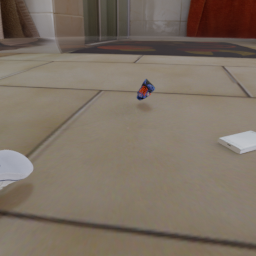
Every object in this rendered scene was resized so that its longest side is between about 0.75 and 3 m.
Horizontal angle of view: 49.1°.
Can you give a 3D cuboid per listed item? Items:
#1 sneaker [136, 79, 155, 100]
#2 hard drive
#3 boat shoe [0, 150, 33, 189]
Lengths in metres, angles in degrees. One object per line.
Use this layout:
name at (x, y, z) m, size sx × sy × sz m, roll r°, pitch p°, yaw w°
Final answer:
sneaker at (0.607, -1.317, 10.114) m, size 0.496 × 1.318 × 0.517 m, roll 44°, pitch 76°, yaw 9°
hard drive at (3.103, 0.355, 7.390) m, size 1.183 × 0.158 × 0.780 m, roll -10°, pitch 24°, yaw -24°
boat shoe at (-2.323, 0.815, 4.766) m, size 0.605 × 0.596 × 1.708 m, roll 50°, pitch 12°, yaw 7°
